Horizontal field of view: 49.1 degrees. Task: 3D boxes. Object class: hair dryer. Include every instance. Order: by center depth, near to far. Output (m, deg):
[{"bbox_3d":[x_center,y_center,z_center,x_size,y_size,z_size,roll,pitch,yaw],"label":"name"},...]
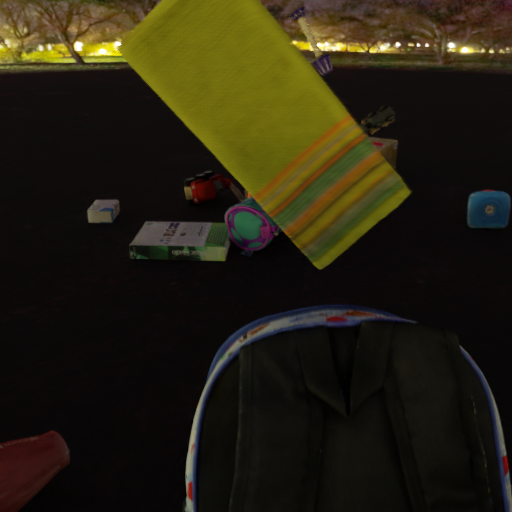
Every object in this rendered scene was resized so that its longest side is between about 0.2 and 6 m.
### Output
[{"bbox_3d":[-3.430,2.137,5.338,3.143,0.854,2.394,-3,23,-10],"label":"hair dryer"}]

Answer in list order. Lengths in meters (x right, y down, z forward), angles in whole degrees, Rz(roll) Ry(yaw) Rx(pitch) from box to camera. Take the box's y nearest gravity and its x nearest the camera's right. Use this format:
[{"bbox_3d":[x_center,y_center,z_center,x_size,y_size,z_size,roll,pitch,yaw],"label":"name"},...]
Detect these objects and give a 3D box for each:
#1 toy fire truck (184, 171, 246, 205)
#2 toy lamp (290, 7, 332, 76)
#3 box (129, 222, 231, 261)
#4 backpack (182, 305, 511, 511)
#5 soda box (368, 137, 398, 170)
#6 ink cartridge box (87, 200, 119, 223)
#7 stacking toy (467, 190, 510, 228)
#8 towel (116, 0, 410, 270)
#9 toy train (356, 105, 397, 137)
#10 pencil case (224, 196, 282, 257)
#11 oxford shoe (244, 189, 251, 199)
[{"bbox_3d":[-0.963,-1.628,14.141,1.352,0.870,1.190,3,21,33],"label":"toy fire truck"},{"bbox_3d":[1.163,-4.420,11.606,0.405,1.390,0.405,-29,5,3],"label":"toy lamp"},{"bbox_3d":[-1.499,-0.318,11.562,1.910,0.347,1.378,0,24,4],"label":"box"},{"bbox_3d":[0.653,1.658,4.272,2.702,2.573,2.081,-2,6,-6],"label":"backpack"},{"bbox_3d":[3.156,-2.709,16.255,0.974,0.920,2.875,14,27,29],"label":"soda box"},{"bbox_3d":[-3.592,-1.056,13.230,0.562,0.325,0.770,0,24,1],"label":"ink cartridge box"},{"bbox_3d":[5.299,-1.170,13.141,0.900,0.851,1.551,1,12,9],"label":"stacking toy"},{"bbox_3d":[0.255,-1.761,7.550,1.794,4.167,0.376,-44,20,2],"label":"towel"},{"bbox_3d":[2.070,-2.562,12.041,2.485,0.569,0.424,-33,79,-20],"label":"toy train"},{"bbox_3d":[0.360,-0.892,11.956,1.135,1.045,2.456,24,30,19],"label":"pencil case"},{"bbox_3d":[1.384,-1.808,13.927,3.432,1.221,1.245,-6,19,-12],"label":"oxford shoe"}]
